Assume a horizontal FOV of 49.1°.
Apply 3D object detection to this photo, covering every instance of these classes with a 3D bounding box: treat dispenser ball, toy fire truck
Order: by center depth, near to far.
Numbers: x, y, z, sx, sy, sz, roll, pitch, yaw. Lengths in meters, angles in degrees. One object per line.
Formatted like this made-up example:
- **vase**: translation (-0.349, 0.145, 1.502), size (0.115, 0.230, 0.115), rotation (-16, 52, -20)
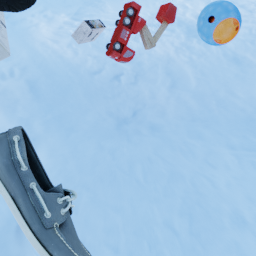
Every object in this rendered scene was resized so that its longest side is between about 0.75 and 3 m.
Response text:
- **treat dispenser ball**: translation (1.978, -2.275, 6.108), size (0.937, 0.937, 0.937), rotation (0, 48, 0)
- **toy fire truck**: translation (0.327, -2.276, 6.610), size (1.272, 1.803, 0.440), rotation (21, 1, -32)

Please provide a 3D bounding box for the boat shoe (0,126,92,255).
- **boat shoe**: translation (-1.046, 0.963, 3.625), size (0.703, 0.829, 2.276), rotation (-38, 86, -11)

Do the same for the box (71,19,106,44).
- **box**: translation (-0.941, -2.356, 6.830), size (0.271, 0.525, 0.901), rotation (49, 29, -4)

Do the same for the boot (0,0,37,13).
- **boot**: translation (-2.416, -2.123, 4.281), size (1.349, 0.613, 1.605), rotation (23, 43, 27)

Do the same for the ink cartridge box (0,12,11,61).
- **ink cartridge box**: translation (-3.893, -2.374, 7.020), size (1.445, 0.839, 2.003), rotation (-26, 55, 3)
